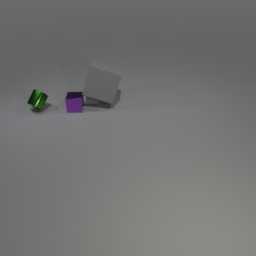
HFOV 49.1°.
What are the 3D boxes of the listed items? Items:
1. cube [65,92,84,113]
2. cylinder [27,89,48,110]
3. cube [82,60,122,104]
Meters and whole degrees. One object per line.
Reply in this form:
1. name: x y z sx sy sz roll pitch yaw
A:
1. cube: -2.351 -1.152 12.435 0.700 0.700 0.700 -1 32 -2
2. cylinder: -3.957 -1.241 12.278 0.700 0.700 0.700 19 80 27
3. cube: -1.130 -2.099 12.606 1.400 1.400 1.400 17 22 -6
